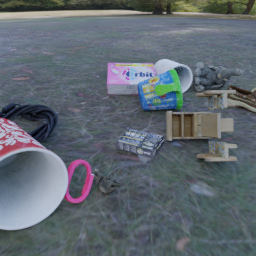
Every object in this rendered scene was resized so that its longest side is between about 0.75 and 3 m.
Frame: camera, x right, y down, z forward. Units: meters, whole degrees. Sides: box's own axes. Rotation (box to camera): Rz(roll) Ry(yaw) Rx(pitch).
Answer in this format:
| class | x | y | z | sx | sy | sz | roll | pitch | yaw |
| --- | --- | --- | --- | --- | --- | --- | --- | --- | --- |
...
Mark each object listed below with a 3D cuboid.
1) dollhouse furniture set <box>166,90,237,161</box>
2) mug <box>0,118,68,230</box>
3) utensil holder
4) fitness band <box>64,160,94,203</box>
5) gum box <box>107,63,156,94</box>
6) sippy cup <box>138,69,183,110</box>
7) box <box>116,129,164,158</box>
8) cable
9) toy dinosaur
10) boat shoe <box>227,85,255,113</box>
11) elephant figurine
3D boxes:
| class | x | y | z | sx | sy | sz | roll | pitch | yaw |
| --- | --- | --- | --- | --- | --- | --- | --- | --- | --- |
| dollhouse furniture set | 2.065 | -0.068 | 8.251 | 1.420 | 1.873 | 2.137 | -1 | 1 | -5 |
| mug | -3.049 | 0.878 | 6.424 | 2.417 | 1.817 | 2.723 | -16 | 28 | -32 |
| utensil holder | 2.063 | -2.529 | 13.493 | 1.408 | 1.408 | 1.657 | -9 | 27 | -18 |
| fitness band | -1.171 | 1.255 | 6.609 | 0.189 | 1.011 | 0.726 | -2 | -25 | 41 |
| gum box | 0.195 | -2.311 | 13.129 | 2.302 | 0.761 | 1.306 | 0 | 59 | 0 |
| sippy cup | 1.226 | -1.411 | 11.250 | 1.559 | 2.127 | 1.671 | -12 | 56 | -1 |
| box | 0.395 | 0.441 | 8.842 | 1.245 | 0.306 | 1.004 | 12 | 28 | 23 |
| cable | -3.786 | -0.186 | 9.624 | 2.838 | 0.721 | 2.315 | 21 | 34 | 34 |
| toy dinosaur | -0.501 | 1.420 | 6.939 | 0.549 | 0.413 | 1.074 | -24 | 40 | -19 |
| boat shoe | 5.125 | -1.190 | 11.380 | 2.441 | 0.903 | 0.901 | 19 | 33 | 33 |
| elephant figurine | 4.197 | -2.404 | 13.354 | 2.056 | 1.455 | 1.595 | -3 | 41 | 9 |
